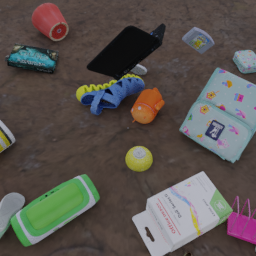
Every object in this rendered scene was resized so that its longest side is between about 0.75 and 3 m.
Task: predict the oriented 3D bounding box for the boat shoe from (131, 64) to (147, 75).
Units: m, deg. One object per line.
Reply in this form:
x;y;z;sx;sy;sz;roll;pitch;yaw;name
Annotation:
0.238;-3.066;13.680;1.609;0.570;0.562;18;58;21;boat shoe

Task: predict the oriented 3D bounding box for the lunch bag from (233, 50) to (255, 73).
5.843;-3.291;13.852;1.046;0.503;1.304;-11;54;-5;lunch bag

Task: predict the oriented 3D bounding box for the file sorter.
3.994;2.903;8.755;1.478;0.927;1.027;17;29;12;file sorter

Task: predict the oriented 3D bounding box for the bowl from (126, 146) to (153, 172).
0.424;1.055;10.575;1.047;0.563;1.047;0;53;0;bowl

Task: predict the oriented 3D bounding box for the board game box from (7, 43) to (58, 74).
-4.641;-3.445;13.819;2.156;0.304;1.459;9;53;-9;board game box

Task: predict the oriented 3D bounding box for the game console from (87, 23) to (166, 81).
-0.040;-2.873;9.850;1.377;2.367;2.081;39;43;-23;game console

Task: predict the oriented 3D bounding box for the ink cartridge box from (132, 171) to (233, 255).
1.682;2.777;9.042;2.787;0.938;1.632;-23;57;-16;ink cartridge box

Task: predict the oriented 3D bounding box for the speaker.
-2.297;2.602;9.062;2.668;1.180;1.180;-30;59;-20;speaker

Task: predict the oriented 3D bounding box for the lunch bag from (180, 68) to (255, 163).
3.770;-0.437;10.933;2.538;1.817;2.979;33;79;18;lunch bag

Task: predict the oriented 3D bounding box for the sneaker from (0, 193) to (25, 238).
-4.084;2.927;9.103;0.676;1.084;1.838;34;20;-7;sneaker

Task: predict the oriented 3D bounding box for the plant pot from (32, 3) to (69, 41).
-4.049;-5.565;14.979;1.640;1.640;1.451;-32;68;-22;plant pot

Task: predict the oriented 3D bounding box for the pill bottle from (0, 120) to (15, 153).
-5.497;0.706;10.399;1.246;1.246;2.239;35;61;23;pill bottle

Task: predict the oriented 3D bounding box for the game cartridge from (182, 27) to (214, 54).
2.912;-3.577;11.443;1.194;0.796;0.242;25;49;-27;game cartridge

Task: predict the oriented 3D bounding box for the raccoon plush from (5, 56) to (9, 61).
-5.647;-3.306;13.779;0.870;0.421;0.583;35;35;26;raccoon plush

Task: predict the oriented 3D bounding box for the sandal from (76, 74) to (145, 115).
-0.656;-1.368;12.111;2.974;1.182;1.295;-19;59;-4;sandal

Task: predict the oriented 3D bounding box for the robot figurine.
0.811;-0.915;11.750;1.278;1.036;1.777;23;56;13;robot figurine

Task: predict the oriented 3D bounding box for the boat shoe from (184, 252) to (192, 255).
1.703;4.156;8.391;0.345;0.346;0.934;17;55;12;boat shoe
